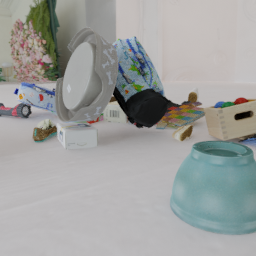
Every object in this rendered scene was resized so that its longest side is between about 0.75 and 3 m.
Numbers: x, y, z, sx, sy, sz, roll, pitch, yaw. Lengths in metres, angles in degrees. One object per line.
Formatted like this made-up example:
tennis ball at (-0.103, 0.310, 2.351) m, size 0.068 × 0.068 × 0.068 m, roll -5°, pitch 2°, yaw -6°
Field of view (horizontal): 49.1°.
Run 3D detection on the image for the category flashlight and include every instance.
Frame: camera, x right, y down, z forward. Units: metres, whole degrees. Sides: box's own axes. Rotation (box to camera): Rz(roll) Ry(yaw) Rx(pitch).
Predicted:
flashlight at (-5.565, -0.896, 13.256) m, size 2.107 × 0.716 × 0.713 m, roll 8°, pitch 24°, yaw 26°

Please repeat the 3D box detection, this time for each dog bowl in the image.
dog bowl at (-1.257, -1.451, 8.233) m, size 0.813 × 2.774 × 2.774 m, roll 13°, pitch 4°, yaw -33°

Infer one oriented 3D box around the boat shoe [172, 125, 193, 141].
boat shoe at (1.829, 0.117, 9.349) m, size 0.404 × 0.431 × 1.169 m, roll 14°, pitch 18°, yaw 30°

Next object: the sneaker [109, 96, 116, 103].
sneaker at (-0.621, -1.813, 18.281) m, size 1.470 × 0.493 × 0.660 m, roll 2°, pitch 2°, yaw 15°

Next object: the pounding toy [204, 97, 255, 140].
pounding toy at (3.740, -0.501, 9.487) m, size 2.128 × 1.108 × 2.422 m, roll -13°, pitch 6°, yaw 0°

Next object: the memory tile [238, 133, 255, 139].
memory tile at (3.823, 0.207, 9.739) m, size 0.860 × 0.094 × 1.122 m, roll -9°, pitch 16°, yaw -35°

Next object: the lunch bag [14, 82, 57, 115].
lunch bag at (-4.124, -1.457, 13.356) m, size 2.377 × 1.121 × 2.966 m, roll 19°, pitch -1°, yaw -19°

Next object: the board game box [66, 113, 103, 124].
board game box at (-1.842, -0.489, 12.365) m, size 1.232 × 0.325 × 1.610 m, roll 7°, pitch 14°, yaw 29°

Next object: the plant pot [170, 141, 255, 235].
plant pot at (1.505, 0.822, 4.616) m, size 1.599 × 1.071 × 1.599 m, roll -1°, pitch 12°, yaw 0°

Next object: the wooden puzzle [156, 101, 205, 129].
wooden puzzle at (2.151, -0.531, 11.598) m, size 2.948 × 0.207 × 1.748 m, roll -25°, pitch 25°, yaw -32°

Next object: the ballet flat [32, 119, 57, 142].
ballet flat at (-2.784, 0.014, 9.459) m, size 0.542 × 0.578 × 1.599 m, roll -2°, pitch 12°, yaw 9°

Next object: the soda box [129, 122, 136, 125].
soda box at (0.728, -0.569, 12.138) m, size 0.645 × 0.584 × 1.843 m, roll 6°, pitch 14°, yaw 28°

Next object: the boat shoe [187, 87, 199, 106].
boat shoe at (3.113, -1.293, 13.423) m, size 0.570 × 1.610 × 0.558 m, roll 24°, pitch 59°, yaw 13°

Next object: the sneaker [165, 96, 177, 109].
sneaker at (1.902, -1.388, 15.253) m, size 0.773 × 0.865 × 2.111 m, roll -10°, pitch 17°, yaw -41°

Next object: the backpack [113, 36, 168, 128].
backpack at (0.147, -1.724, 9.791) m, size 2.924 × 2.248 × 2.386 m, roll 47°, pitch 7°, yaw 24°

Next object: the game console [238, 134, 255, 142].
game console at (4.182, 0.454, 8.568) m, size 1.113 × 0.648 × 0.979 m, roll -8°, pitch 45°, yaw -30°

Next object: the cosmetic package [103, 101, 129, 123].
cosmetic package at (-0.115, -0.806, 12.740) m, size 1.139 × 0.804 × 2.200 m, roll 5°, pitch 14°, yaw 23°

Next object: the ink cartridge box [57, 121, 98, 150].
ink cartridge box at (-1.574, 0.199, 8.610) m, size 0.976 × 0.588 × 1.344 m, roll -5°, pitch 15°, yaw -23°
